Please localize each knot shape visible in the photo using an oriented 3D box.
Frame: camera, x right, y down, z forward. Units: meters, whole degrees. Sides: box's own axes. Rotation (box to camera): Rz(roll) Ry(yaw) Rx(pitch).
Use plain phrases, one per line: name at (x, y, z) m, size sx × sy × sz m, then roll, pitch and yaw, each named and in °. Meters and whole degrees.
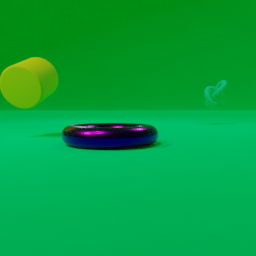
knot shape at (2.948, -1.139, 9.283) m, size 0.496 × 1.005 × 1.074 m, roll 30°, pitch 2°, yaw 36°

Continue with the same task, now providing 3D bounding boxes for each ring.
ring at (-0.257, 0.092, 4.085) m, size 1.396 × 0.279 × 1.396 m, roll 0°, pitch 4°, yaw 0°

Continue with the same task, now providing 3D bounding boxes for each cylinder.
cylinder at (-1.750, -0.822, 5.039) m, size 0.766 × 0.766 × 0.766 m, roll 1°, pitch 24°, yaw 8°
